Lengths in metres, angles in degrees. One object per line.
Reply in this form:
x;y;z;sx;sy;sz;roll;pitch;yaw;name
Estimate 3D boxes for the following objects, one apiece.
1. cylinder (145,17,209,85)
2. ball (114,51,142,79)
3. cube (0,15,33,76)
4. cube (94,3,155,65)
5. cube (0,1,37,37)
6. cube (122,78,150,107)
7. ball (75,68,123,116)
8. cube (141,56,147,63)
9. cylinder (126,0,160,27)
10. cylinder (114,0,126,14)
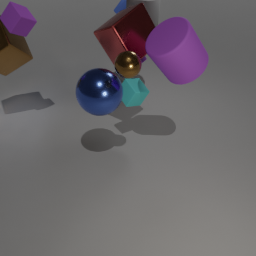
1.435;-2.214;8.160;1.400;1.400;1.400;-20;53;28;cylinder
0.001;-1.617;7.169;0.700;0.700;0.700;0;33;0;ball
-4.682;-3.017;10.357;1.400;1.400;1.400;-28;-12;11;cube
-0.014;-3.076;9.403;1.400;1.400;1.400;-44;28;-17;cube
-3.567;-3.523;9.116;0.700;0.700;0.700;53;24;11;cube
0.173;-1.236;9.704;0.700;0.700;0.700;-10;56;-42;cube
-0.839;-1.057;8.264;1.400;1.400;1.400;0;33;0;ball
0.362;-3.424;13.571;0.700;0.700;0.700;-17;19;34;cube
0.617;-4.907;11.868;1.400;1.400;1.400;1;40;-1;cylinder
-0.171;-5.328;12.580;0.700;0.700;0.700;37;19;-15;cylinder
